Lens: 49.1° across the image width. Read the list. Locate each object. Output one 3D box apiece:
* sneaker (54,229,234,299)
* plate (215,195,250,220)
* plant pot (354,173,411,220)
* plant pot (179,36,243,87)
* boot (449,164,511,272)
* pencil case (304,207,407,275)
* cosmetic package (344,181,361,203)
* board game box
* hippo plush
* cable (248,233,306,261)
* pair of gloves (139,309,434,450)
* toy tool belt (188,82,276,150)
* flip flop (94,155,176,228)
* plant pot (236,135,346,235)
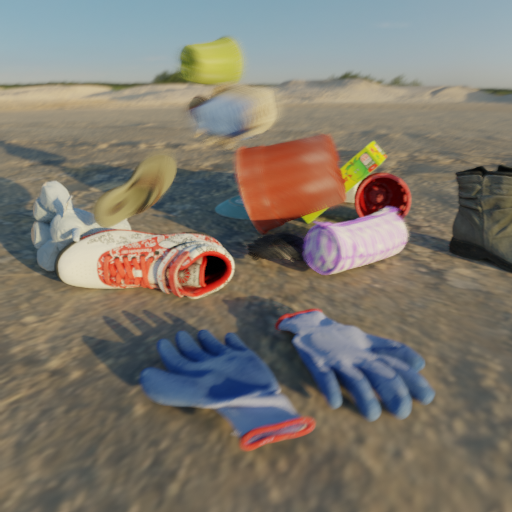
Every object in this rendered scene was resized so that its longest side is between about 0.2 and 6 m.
[{"bbox_3d":[-1.684,0.143,8.699,2.683,0.896,1.438,-5,17,-22],"label":"sneaker"},{"bbox_3d":[0.025,-1.265,13.848,2.098,0.268,2.098,0,20,0],"label":"plate"},{"bbox_3d":[2.754,-1.299,12.509,1.198,1.198,1.091,1,15,4],"label":"plant pot"},{"bbox_3d":[-1.025,-4.057,11.850,1.032,1.123,1.123,-17,25,-39],"label":"plant pot"},{"bbox_3d":[4.549,-0.648,9.757,0.889,1.714,2.624,-15,24,-38],"label":"boot"},{"bbox_3d":[1.792,-0.290,9.817,0.909,0.926,2.166,23,28,39],"label":"pencil case"},{"bbox_3d":[1.467,-1.965,15.196,2.792,0.707,1.152,9,21,24],"label":"cosmetic package"},{"bbox_3d":[1.899,-1.651,12.599,2.101,0.500,1.067,-40,2,27],"label":"board game box"},{"bbox_3d":[-2.973,-0.585,9.843,1.449,1.435,1.802,-1,-20,-42],"label":"hippo plush"},{"bbox_3d":[0.440,-0.129,10.337,1.224,0.381,1.500,-10,15,-10],"label":"cable"},{"bbox_3d":[0.300,1.279,6.284,3.033,0.346,2.438,-8,19,-26],"label":"pair of gloves"},{"bbox_3d":[-0.690,-2.893,11.734,2.114,1.320,1.299,6,45,24],"label":"toy tool belt"},{"bbox_3d":[-1.870,-1.022,9.104,0.507,0.714,1.761,15,42,32],"label":"flip flop"},{"bbox_3d":[0.782,-1.552,11.445,1.840,1.892,1.892,-13,15,16],"label":"plant pot"}]
